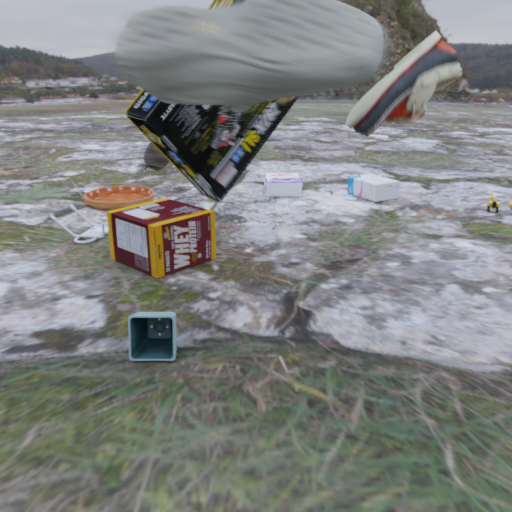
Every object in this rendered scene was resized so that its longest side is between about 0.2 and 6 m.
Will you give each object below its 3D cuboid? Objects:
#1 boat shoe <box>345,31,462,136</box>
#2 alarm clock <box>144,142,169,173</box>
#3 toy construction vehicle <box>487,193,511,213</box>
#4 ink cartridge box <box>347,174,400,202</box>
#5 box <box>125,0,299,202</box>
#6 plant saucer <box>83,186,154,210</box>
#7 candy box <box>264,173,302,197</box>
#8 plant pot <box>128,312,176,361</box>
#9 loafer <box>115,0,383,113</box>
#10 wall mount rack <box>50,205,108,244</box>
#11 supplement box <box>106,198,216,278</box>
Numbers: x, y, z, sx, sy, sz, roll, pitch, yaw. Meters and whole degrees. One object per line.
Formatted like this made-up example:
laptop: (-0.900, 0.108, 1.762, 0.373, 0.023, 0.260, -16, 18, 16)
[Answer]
boat shoe: (1.956, -2.109, 7.173, 2.288, 0.716, 0.814, -46, 10, -34)
alarm clock: (-2.338, -2.570, 13.507, 0.749, 1.111, 0.370, 18, -10, 45)
toy construction vehicle: (6.649, -1.373, 14.753, 1.025, 0.414, 1.177, 8, 22, 22)
ink cartridge box: (3.391, -1.980, 16.234, 0.914, 0.535, 1.264, -12, 22, -29)
box: (-0.509, -2.428, 8.612, 0.624, 2.530, 2.020, 27, -12, 40)
plant saucer: (-3.786, -1.593, 15.532, 1.905, 0.307, 1.905, 1, 20, 0)
candy box: (0.792, -2.130, 16.742, 1.087, 0.464, 1.296, 0, 20, -1)
plant pot: (-1.406, 1.076, 7.861, 0.630, 0.629, 0.642, 0, 7, 0)
loafer: (-0.102, -2.210, 6.345, 3.143, 1.099, 1.097, 11, -21, 25)
wall mount rack: (-3.886, -0.758, 12.878, 1.300, 0.558, 1.497, 4, 20, 12)
supplement box: (-1.877, -0.409, 11.223, 1.545, 1.026, 1.524, 18, 27, 40)
